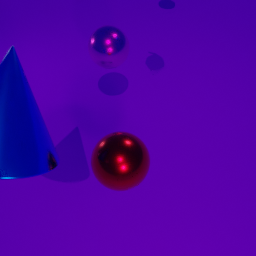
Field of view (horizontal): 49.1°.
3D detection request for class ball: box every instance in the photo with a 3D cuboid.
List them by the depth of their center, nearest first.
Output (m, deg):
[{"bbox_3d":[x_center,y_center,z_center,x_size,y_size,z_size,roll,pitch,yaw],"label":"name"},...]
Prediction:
[{"bbox_3d":[-0.113,0.504,4.287,0.907,0.907,0.907,0,50,0],"label":"ball"},{"bbox_3d":[-0.446,-1.877,6.520,0.974,0.974,0.974,0,50,0],"label":"ball"}]

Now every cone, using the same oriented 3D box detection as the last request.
[{"bbox_3d":[-1.466,-0.291,3.427,1.386,1.391,1.386,9,11,-2],"label":"cone"}]
